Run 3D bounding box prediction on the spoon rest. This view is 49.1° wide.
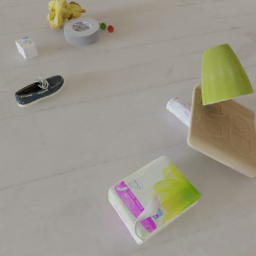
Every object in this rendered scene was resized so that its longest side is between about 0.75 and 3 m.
[{"bbox_3d":[0.466,2.121,6.791,0.369,0.605,1.217,20,60,19],"label":"spoon rest"}]

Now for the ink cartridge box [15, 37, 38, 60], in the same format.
[{"bbox_3d":[-4.452,-3.516,12.354,0.588,0.585,0.801,-32,58,-22],"label":"ink cartridge box"}]

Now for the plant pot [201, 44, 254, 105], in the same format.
[{"bbox_3d":[2.825,-1.636,8.449,1.490,1.490,1.593,-15,91,-12],"label":"plant pot"}]

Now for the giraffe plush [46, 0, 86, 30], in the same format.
[{"bbox_3d":[-2.954,-5.640,13.703,1.457,1.797,1.550,-2,46,-40],"label":"giraffe plush"}]

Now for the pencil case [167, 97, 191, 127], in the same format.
[{"bbox_3d":[2.008,-0.495,9.873,0.645,0.591,1.423,-19,51,-35],"label":"pencil case"}]

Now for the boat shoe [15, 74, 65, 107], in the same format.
[{"bbox_3d":[-3.352,-1.551,10.715,2.046,0.633,0.766,-31,57,-23],"label":"boat shoe"}]

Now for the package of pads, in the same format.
[{"bbox_3d":[0.687,1.897,7.834,2.145,0.731,1.657,-27,57,-21],"label":"package of pads"}]

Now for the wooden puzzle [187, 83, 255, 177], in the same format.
[{"bbox_3d":[2.997,0.049,8.969,2.468,0.617,2.665,26,50,-8],"label":"wooden puzzle"}]

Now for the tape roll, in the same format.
[{"bbox_3d":[-2.163,-4.570,13.247,1.669,0.551,1.669,0,50,0],"label":"tape roll"}]

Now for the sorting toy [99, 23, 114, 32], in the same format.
[{"bbox_3d":[-1.094,-5.012,13.828,1.013,0.351,0.349,23,31,16],"label":"sorting toy"}]
